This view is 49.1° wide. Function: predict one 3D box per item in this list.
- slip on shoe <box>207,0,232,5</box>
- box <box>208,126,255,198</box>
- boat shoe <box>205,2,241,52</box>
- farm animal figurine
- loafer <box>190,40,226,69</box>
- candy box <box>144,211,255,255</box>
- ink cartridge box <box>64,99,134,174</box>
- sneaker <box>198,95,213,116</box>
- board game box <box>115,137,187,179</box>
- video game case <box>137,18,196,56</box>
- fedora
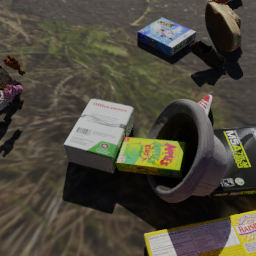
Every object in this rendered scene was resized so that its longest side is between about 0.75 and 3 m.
[{"bbox_3d":[4.053,-5.586,11.704,1.910,0.584,0.708,-30,56,-22],"label":"slip on shoe"},{"bbox_3d":[2.389,0.710,6.215,1.583,0.389,1.639,-5,49,-1],"label":"box"},{"bbox_3d":[3.443,-3.612,9.656,0.912,1.007,2.825,-3,47,-2],"label":"boat shoe"},{"bbox_3d":[-3.349,-1.049,7.577,1.371,0.854,1.697,-19,52,8],"label":"farm animal figurine"},{"bbox_3d":[2.483,-2.248,8.564,1.255,0.448,0.458,27,75,-8],"label":"loafer"},{"bbox_3d":[1.681,2.264,4.851,2.601,0.343,1.329,-9,49,-8],"label":"candy box"},{"bbox_3d":[-0.609,0.133,6.544,1.151,0.652,1.570,14,50,12],"label":"ink cartridge box"},{"bbox_3d":[1.829,-0.539,7.333,0.604,0.382,1.074,18,53,11],"label":"sneaker"},{"bbox_3d":[0.492,0.604,5.914,1.376,0.328,0.699,4,51,23],"label":"board game box"},{"bbox_3d":[1.340,-3.223,9.749,1.529,0.347,1.386,35,56,27],"label":"video game case"},{"bbox_3d":[1.240,0.535,5.713,1.000,1.958,2.214,22,21,-22],"label":"fedora"}]
